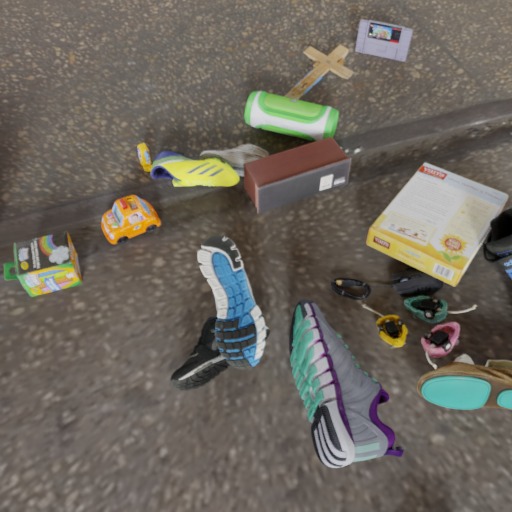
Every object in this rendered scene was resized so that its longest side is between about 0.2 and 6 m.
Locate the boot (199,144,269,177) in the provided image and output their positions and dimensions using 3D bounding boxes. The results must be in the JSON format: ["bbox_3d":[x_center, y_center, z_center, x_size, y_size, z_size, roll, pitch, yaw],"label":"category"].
[{"bbox_3d":[-0.477,-2.228,12.742,1.533,0.564,0.733,13,48,0],"label":"boot"}]

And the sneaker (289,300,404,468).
[{"bbox_3d":[1.400,2.023,9.282,1.302,1.107,2.974,3,47,-15],"label":"sneaker"}]

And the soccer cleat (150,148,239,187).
[{"bbox_3d":[-1.333,-1.725,12.022,2.053,0.664,0.859,17,62,22],"label":"soccer cleat"}]

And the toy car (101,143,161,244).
[{"bbox_3d":[-2.769,-1.452,11.942,1.215,0.824,2.476,-9,55,-7],"label":"toy car"}]

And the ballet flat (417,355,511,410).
[{"bbox_3d":[3.903,2.098,9.452,2.499,0.847,0.904,4,34,2],"label":"ballet flat"}]

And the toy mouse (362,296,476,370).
[{"bbox_3d":[3.102,1.278,9.993,1.766,0.385,1.988,-18,32,-4],"label":"toy mouse"}]

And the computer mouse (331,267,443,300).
[{"bbox_3d":[2.541,0.500,10.804,2.172,0.370,0.637,-4,55,-2],"label":"computer mouse"}]

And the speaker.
[{"bbox_3d":[0.829,-3.270,13.218,2.091,0.925,0.925,16,56,11],"label":"speaker"}]

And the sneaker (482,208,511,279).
[{"bbox_3d":[4.875,0.415,9.958,1.672,1.154,3.006,32,46,-25],"label":"sneaker"}]

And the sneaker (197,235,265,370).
[{"bbox_3d":[-0.341,0.772,9.557,0.854,0.987,2.278,-12,88,3],"label":"sneaker"}]

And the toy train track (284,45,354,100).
[{"bbox_3d":[1.540,-4.601,14.540,1.420,0.403,2.475,37,68,16],"label":"toy train track"}]

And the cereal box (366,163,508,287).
[{"bbox_3d":[3.714,-0.743,11.383,1.917,0.527,2.665,28,52,24],"label":"cereal box"}]

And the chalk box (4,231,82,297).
[{"bbox_3d":[-4.137,0.196,10.759,1.304,0.809,0.814,-14,57,-9],"label":"chalk box"}]

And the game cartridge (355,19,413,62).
[{"bbox_3d":[3.409,-5.785,15.030,1.408,0.912,0.270,16,57,12],"label":"game cartridge"}]

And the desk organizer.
[{"bbox_3d":[0.873,-1.792,12.221,2.197,0.788,0.846,-19,54,-13],"label":"desk organizer"}]

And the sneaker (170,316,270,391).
[{"bbox_3d":[-0.772,1.570,9.796,1.979,0.749,0.866,-29,65,-30],"label":"sneaker"}]
